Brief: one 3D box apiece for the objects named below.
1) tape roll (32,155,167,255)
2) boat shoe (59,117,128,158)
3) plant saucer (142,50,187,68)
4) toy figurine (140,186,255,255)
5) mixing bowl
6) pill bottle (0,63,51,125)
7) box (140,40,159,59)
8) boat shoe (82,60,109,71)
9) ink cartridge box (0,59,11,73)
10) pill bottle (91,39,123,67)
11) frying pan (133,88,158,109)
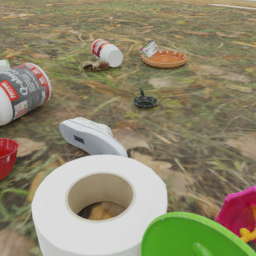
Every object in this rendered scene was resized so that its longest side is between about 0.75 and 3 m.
[{"bbox_3d":[-0.521,1.674,5.713,2.656,0.929,2.656,0,31,0],"label":"tape roll"},{"bbox_3d":[-0.889,0.233,8.027,2.652,0.976,0.867,27,44,35],"label":"boat shoe"},{"bbox_3d":[1.936,-3.673,14.978,2.340,0.378,2.340,0,32,0],"label":"plant saucer"},{"bbox_3d":[2.116,2.116,4.433,2.692,2.196,2.925,-18,57,-43],"label":"toy figurine"},{"bbox_3d":[-3.478,0.874,7.001,1.490,0.807,1.490,1,18,0],"label":"mixing bowl"},{"bbox_3d":[-4.119,-1.075,9.544,1.612,1.612,2.783,16,35,24],"label":"pill bottle"},{"bbox_3d":[0.796,-2.864,10.216,0.137,0.435,0.791,-27,14,49],"label":"box"},{"bbox_3d":[-1.597,-3.018,13.836,1.371,0.519,0.492,-4,34,10],"label":"boat shoe"},{"bbox_3d":[-5.798,-1.580,10.505,2.828,1.468,0.839,-15,35,-23],"label":"ink cartridge box"},{"bbox_3d":[-1.109,-3.926,14.691,1.085,1.085,1.981,-15,35,-23],"label":"pill bottle"},{"bbox_3d":[0.517,-1.115,10.925,0.924,0.249,1.528,-16,33,-25],"label":"frying pan"}]
